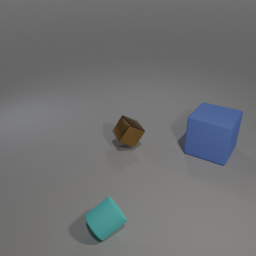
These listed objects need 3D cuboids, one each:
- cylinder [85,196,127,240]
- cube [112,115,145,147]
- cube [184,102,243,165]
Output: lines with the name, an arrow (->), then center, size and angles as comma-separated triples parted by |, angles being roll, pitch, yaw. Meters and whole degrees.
cylinder -> -0.502, 2.051, 6.388 | 0.700, 0.700, 0.700 | -37, 38, -6
cube -> 0.017, 0.111, 9.487 | 0.700, 0.700, 0.700 | 19, 23, -34
cube -> 2.833, 0.143, 9.333 | 1.400, 1.400, 1.400 | 17, 33, 28
